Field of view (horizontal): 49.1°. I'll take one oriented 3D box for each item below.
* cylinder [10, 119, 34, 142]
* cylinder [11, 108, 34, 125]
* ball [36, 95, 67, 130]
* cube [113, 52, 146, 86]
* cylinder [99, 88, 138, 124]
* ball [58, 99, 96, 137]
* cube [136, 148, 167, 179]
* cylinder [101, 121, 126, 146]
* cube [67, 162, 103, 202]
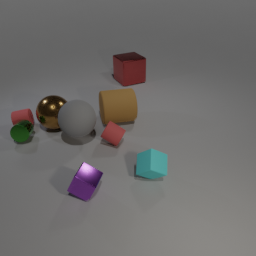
[{"bbox_3d":[-4.065,0.102,10.760,0.700,0.700,0.700,-2,20,-3],"label":"cylinder"},{"bbox_3d":[-4.356,-0.404,11.584,0.700,0.700,0.700,-12,33,-2],"label":"cylinder"},{"bbox_3d":[-3.013,-0.635,11.388,1.400,1.400,1.400,0,32,0],"label":"ball"},{"bbox_3d":[0.076,-3.330,15.695,1.400,1.400,1.400,-15,34,-22],"label":"cube"},{"bbox_3d":[-0.441,-0.925,11.845,1.400,1.400,1.400,-7,33,-12],"label":"cylinder"},{"bbox_3d":[-1.870,-0.350,10.334,1.400,1.400,1.400,0,32,0],"label":"ball"},{"bbox_3d":[0.748,1.139,8.775,0.700,0.700,0.700,23,58,-32],"label":"cube"},{"bbox_3d":[-0.554,0.204,10.420,0.700,0.700,0.700,31,35,-3],"label":"cylinder"},{"bbox_3d":[-1.257,1.589,8.277,0.700,0.700,0.700,29,33,-2],"label":"cube"}]
